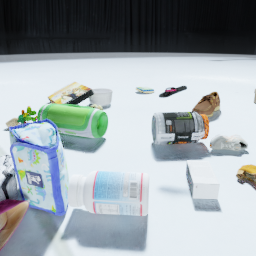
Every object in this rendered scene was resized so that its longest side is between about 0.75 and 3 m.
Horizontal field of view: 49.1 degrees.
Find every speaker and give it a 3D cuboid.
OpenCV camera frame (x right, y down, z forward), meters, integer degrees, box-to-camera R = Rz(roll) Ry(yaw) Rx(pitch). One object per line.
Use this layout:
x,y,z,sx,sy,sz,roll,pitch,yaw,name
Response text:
-2.071,-0.288,10.436,2.556,1.130,1.130,8,21,21,speaker

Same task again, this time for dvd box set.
-3.025,-1.698,14.576,1.816,0.365,2.482,-33,31,-17,dvd box set

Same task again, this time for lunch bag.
-1.921,0.854,6.334,1.220,1.628,1.914,-17,26,-30,lunch bag

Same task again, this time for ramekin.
-1.469,-1.656,14.946,1.329,0.697,1.329,0,19,0,ramekin

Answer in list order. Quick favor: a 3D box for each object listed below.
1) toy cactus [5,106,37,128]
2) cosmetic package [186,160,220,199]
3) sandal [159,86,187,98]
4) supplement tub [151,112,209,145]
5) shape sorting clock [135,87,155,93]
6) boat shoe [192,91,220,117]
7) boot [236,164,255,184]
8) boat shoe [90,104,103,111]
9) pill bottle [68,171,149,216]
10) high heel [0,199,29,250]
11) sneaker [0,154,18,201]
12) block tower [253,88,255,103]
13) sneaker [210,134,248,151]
-4.307,-0.328,11.436,1.275,0.790,1.545,-27,30,-17,toy cactus
1.831,1.263,7.009,0.612,0.430,1.207,1,19,4,cosmetic package
1.311,-1.127,8.305,0.896,0.202,0.337,-21,32,-3,sandal
1.768,-0.003,9.606,1.811,1.110,1.110,-2,19,-5,supplement tub
1.078,-2.406,17.762,1.237,0.243,1.237,5,19,-2,shape sorting clock
3.660,-1.123,13.104,0.958,0.899,2.663,12,23,31,boat shoe
3.366,1.188,7.363,0.926,0.326,0.663,9,25,39,boot
-1.492,-0.830,13.007,0.404,0.468,1.284,-19,24,-22,boat shoe
-0.381,1.375,5.984,1.656,0.901,0.901,2,19,5,pill bottle
-2.217,1.881,4.843,1.041,0.731,2.170,-18,11,-17,high heel
-3.282,1.214,6.720,1.078,0.705,1.876,-6,24,-25,sneaker
7.870,-1.984,15.763,0.777,0.832,2.879,15,23,36,block tower
3.311,0.517,9.112,1.316,0.498,0.606,-7,25,-16,sneaker
